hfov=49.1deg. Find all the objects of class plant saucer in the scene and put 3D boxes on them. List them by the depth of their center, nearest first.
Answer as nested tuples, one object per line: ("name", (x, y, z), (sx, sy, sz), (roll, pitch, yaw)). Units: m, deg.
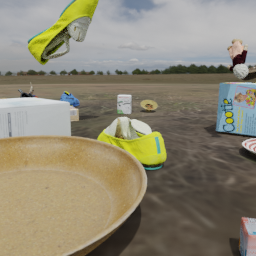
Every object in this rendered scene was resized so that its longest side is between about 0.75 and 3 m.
("plant saucer", (-1.293, 0.762, 3.125), (2.994, 0.530, 2.994), (1, 16, 0))

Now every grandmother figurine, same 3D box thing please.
("grandmother figurine", (2.616, -1.628, 6.610), (0.368, 0.737, 1.216), (9, 51, 0))

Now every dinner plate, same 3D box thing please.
("dinner plate", (3.398, 0.495, 5.719), (2.001, 0.243, 2.001), (1, 12, 0))

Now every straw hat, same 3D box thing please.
("straw hat", (0.931, -0.908, 12.609), (0.814, 0.345, 0.814), (2, 37, -1))

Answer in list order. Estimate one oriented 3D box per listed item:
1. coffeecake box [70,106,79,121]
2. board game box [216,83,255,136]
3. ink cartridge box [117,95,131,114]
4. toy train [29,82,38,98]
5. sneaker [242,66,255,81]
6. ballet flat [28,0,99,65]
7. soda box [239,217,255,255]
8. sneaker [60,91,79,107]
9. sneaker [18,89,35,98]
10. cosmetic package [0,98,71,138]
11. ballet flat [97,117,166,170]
("coffeecake box", (-2.428, -0.537, 10.462), (0.929, 0.442, 1.211), (-5, 12, -22))
("board game box", (4.033, -0.507, 7.682), (2.731, 1.432, 1.407), (9, 13, 35))
("ink cartridge box", (-0.155, -1.016, 12.015), (0.575, 0.788, 0.332), (2, 11, 9))
("toy train", (-3.715, -1.131, 11.256), (0.778, 1.344, 0.569), (14, 17, 36))
("sneaker", (4.360, -1.902, 9.206), (1.278, 0.450, 0.483), (-4, 44, 15))
("ballet flat", (-1.883, -2.914, 8.619), (2.924, 0.980, 0.977), (-28, -6, 24))
("soda box", (1.542, 1.066, 2.468), (1.027, 0.351, 0.326), (2, 11, 12))
("sneaker", (-3.003, -1.520, 14.607), (0.691, 0.822, 2.097), (-1, 10, 5))
("sneaker", (-3.795, -0.956, 10.448), (1.701, 1.190, 0.661), (7, 48, 37))
("cosmetic package", (-2.580, -0.118, 6.658), (1.764, 1.088, 1.769), (11, 14, 43))
("ballet flat", (0.008, 0.177, 5.862), (0.782, 0.784, 2.340), (-11, 15, -27))
